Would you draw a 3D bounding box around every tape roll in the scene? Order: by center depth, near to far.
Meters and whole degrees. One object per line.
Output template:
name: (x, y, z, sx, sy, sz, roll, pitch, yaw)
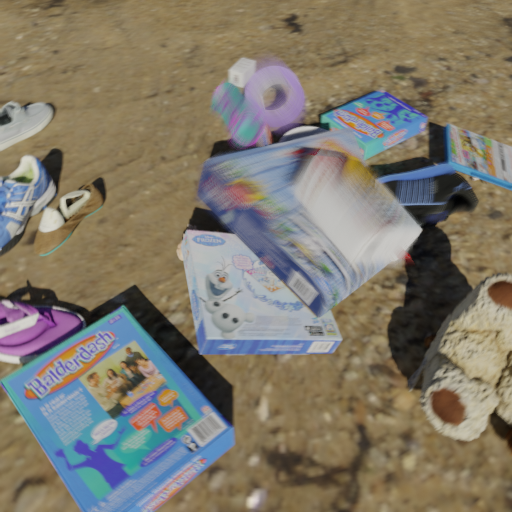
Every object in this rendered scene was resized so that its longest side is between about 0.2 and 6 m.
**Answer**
tape roll: (0.393, -3.363, 11.834, 1.160, 0.493, 1.160, -1, 85, 14)

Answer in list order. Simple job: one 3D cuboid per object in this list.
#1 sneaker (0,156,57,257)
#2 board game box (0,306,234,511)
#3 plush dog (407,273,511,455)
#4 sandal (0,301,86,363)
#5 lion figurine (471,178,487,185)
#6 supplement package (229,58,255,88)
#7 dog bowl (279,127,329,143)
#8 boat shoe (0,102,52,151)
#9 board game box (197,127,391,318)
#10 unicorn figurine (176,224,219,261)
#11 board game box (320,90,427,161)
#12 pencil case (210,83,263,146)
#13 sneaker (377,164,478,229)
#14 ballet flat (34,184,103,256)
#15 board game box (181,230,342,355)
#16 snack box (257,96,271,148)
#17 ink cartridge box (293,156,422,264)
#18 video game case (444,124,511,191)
sneaker: (-5.279, -1.017, 11.711, 1.040, 1.058, 2.746, 13, 50, 9)
board game box: (-2.191, 2.455, 8.764, 2.326, 0.688, 3.058, -32, 55, -26)
plush dog: (3.920, 1.870, 8.856, 2.264, 2.114, 2.635, 29, 81, 7)
sandal: (-4.543, 1.195, 9.898, 2.958, 0.727, 1.204, 4, 48, 4)
lion figurine: (5.173, -2.080, 13.191, 0.631, 0.373, 1.030, -27, 62, -31)
supplement package: (-0.387, -5.233, 15.973, 0.462, 0.460, 0.787, 21, 51, 18)
dog bowl: (1.288, -2.003, 12.489, 1.806, 0.711, 1.806, 7, 55, -10)
boat shoe: (-6.091, -3.376, 14.044, 0.776, 0.793, 2.226, 28, 53, 23)
board game box: (1.234, -1.038, 10.661, 3.324, 1.026, 3.326, -34, 70, -33)
unicorn figurine: (-0.754, 0.200, 10.852, 1.775, 0.656, 1.219, 25, 61, 9)
board game box: (2.980, -3.376, 14.254, 2.148, 0.483, 1.633, -29, 54, -24)
pencil case: (-0.397, -2.795, 10.969, 0.675, 0.733, 1.587, -47, 40, 17)
sneaker: (3.243, -1.061, 11.769, 2.951, 1.035, 1.150, -20, 53, -13)
ballet flat: (-4.012, -0.862, 11.782, 0.671, 0.716, 1.979, 20, 51, 28)
board game box: (0.026, 0.636, 10.069, 2.455, 0.533, 2.443, 4, 46, -22)
snack box: (0.119, -3.097, 13.268, 0.275, 0.813, 2.263, -6, 32, -1)
ink cartridge box: (1.698, -0.750, 8.905, 1.515, 0.723, 1.725, -3, 48, -40)
video game case: (5.404, -2.237, 13.036, 2.137, 0.190, 1.529, 19, 49, -4)
